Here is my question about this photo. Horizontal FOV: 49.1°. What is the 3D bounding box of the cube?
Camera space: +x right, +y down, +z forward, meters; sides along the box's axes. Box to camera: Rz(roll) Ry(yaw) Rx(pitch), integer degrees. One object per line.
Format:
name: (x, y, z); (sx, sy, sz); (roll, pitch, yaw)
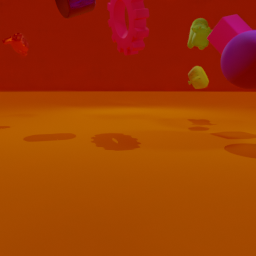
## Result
cube: (3.161, -2.865, 8.667); (0.838, 0.838, 0.838); (-25, -18, -36)

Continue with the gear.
gear: (-0.038, -3.126, 8.016); (0.365, 1.973, 1.973); (-15, 13, -22)

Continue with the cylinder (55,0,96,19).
cylinder: (-1.665, -4.044, 8.782); (0.956, 0.956, 0.956); (-30, 21, -25)

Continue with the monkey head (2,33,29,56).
monkey head: (-3.980, -2.961, 9.998); (0.816, 0.683, 1.134); (-23, 44, -20)

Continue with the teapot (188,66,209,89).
teapot: (2.319, -1.653, 9.403); (0.612, 0.777, 1.250); (-27, 0, 25)

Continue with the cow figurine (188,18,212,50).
cow figurine: (3.046, -4.041, 11.781); (0.953, 1.737, 1.709); (9, -20, 4)

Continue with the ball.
ball: (2.818, -1.552, 6.432); (1.306, 1.306, 1.306); (0, 8, 0)
